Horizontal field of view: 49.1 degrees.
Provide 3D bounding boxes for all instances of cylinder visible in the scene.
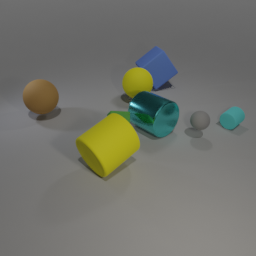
[{"bbox_3d":[0.952,-0.538,10.496,1.400,1.400,1.400,-24,37,-35],"label":"cylinder"},{"bbox_3d":[-0.601,0.499,8.383,1.400,1.400,1.400,-38,45,-25],"label":"cylinder"},{"bbox_3d":[4.053,-0.391,10.892,0.700,0.700,0.700,-30,41,-34],"label":"cylinder"}]

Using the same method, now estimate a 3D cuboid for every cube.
[{"bbox_3d":[1.431,-3.085,14.269,1.400,1.400,1.400,-37,27,8],"label":"cube"},{"bbox_3d":[-0.343,-0.191,9.864,0.700,0.700,0.700,2,-8,-14],"label":"cube"}]

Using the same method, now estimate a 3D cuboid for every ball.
[{"bbox_3d":[2.577,-0.269,10.010,0.700,0.700,0.700,0,30,0],"label":"ball"},{"bbox_3d":[-3.517,-1.261,11.328,1.400,1.400,1.400,0,30,0],"label":"ball"},{"bbox_3d":[0.436,-2.032,12.706,1.400,1.400,1.400,0,30,0],"label":"ball"}]
